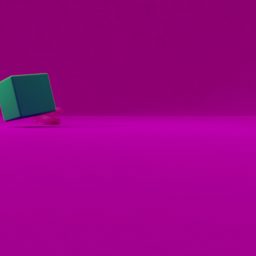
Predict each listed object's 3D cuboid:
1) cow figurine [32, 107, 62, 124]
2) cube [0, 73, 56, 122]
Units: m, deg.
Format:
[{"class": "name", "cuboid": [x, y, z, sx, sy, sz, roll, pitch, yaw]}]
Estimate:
[{"class": "cow figurine", "cuboid": [-3.645, -0.579, 11.960, 1.636, 0.912, 1.662, 5, -1, 16]}, {"class": "cube", "cuboid": [-3.488, -1.034, 9.583, 1.324, 1.324, 1.324, -8, 6, 45]}]
